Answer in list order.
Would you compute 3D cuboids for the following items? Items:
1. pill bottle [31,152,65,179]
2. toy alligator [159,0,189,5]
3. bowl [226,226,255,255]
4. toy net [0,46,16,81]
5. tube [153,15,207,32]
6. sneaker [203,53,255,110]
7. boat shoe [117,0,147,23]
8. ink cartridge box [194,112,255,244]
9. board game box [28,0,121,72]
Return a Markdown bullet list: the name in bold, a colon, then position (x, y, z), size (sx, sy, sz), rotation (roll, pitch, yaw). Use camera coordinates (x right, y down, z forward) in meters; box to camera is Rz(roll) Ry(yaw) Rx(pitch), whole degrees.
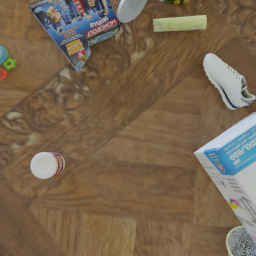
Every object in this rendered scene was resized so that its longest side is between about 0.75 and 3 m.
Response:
- **pill bottle**: position (-2.022, 0.945, 7.262), size (0.646, 1.178, 0.646), rotation (0, 86, 0)
- **toy alligator**: position (1.384, -3.743, 8.106), size (1.012, 0.243, 0.335), rotation (-1, 86, 6)
- **bowl**: position (3.403, 3.475, 6.845), size (2.146, 2.146, 1.007), rotation (7, 109, 1)
- **toy net**: position (-4.008, -1.469, 7.889), size (0.970, 0.357, 1.849), rotation (45, 89, 0)
- **tube**: position (1.418, -2.880, 7.722), size (1.428, 0.371, 0.414), rotation (-1, 123, 9)
- **sneaker**: position (2.717, -1.334, 7.531), size (0.662, 0.698, 1.733), rotation (-43, 98, -29)
- **boat shoe**: position (0.230, -3.893, 7.928), size (1.892, 0.696, 0.618), rotation (-54, 47, 9)
- **ink cartridge box**: position (3.457, 1.220, 6.710), size (2.109, 2.147, 2.916), rotation (-33, 84, -4)
- **board game box**: position (-1.350, -2.761, 7.814), size (2.094, 0.646, 2.093), rotation (-23, 87, -2)
